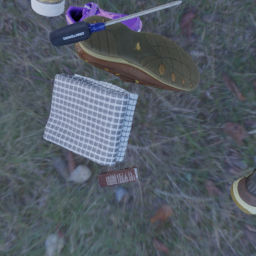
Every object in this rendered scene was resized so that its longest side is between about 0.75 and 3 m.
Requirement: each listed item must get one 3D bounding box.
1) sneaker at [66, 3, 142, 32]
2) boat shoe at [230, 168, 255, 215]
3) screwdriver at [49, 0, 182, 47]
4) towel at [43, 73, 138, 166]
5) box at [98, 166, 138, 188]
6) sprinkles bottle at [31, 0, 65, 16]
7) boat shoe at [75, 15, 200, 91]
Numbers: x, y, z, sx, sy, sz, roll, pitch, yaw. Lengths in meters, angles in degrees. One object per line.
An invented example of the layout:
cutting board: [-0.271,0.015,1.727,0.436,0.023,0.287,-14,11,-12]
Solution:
sneaker: [-0.639,-2.444,6.435,1.910,0.845,0.768,8,62,19]
boat shoe: [2.652,0.707,4.418,2.168,0.712,0.774,-17,64,-19]
screwdriver: [-0.188,-1.608,4.331,2.107,0.294,0.307,-11,97,2]
towel: [-0.696,-0.179,4.748,1.528,0.654,1.265,19,110,24]
box: [-0.215,1.104,6.326,0.851,0.426,0.319,-10,87,7]
sprinkles bottle: [-1.885,-3.963,6.600,0.843,2.469,0.843,8,49,-9]
boat shoe: [0.208,-1.357,5.634,2.619,0.885,0.943,17,72,-18]
